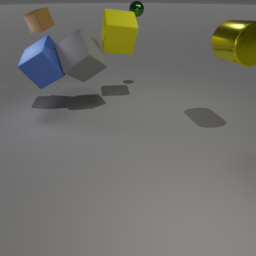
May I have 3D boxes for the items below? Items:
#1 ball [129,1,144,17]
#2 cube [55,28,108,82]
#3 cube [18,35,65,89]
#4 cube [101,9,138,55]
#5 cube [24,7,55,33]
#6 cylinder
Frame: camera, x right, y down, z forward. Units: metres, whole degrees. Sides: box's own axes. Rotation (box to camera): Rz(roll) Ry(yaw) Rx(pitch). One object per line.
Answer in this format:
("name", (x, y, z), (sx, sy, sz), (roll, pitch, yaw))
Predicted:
("ball", (0.407, -5.620, 13.224), (0.700, 0.700, 0.700), (0, 27, 0))
("cube", (-1.966, -3.031, 11.896), (1.400, 1.400, 1.400), (-28, -20, 21))
("cube", (-3.609, -2.832, 12.104), (1.400, 1.400, 1.400), (-24, 42, 20))
("cube", (-0.429, -4.339, 12.665), (1.400, 1.400, 1.400), (1, 49, -12))
("cube", (-3.448, -4.198, 10.904), (0.700, 0.700, 0.700), (5, 40, 31))
("cylinder", (3.754, -2.853, 9.359), (1.400, 1.400, 1.400), (-7, 23, -13))
